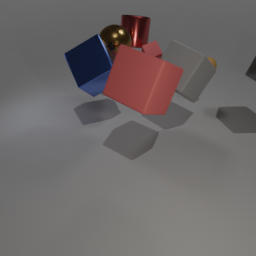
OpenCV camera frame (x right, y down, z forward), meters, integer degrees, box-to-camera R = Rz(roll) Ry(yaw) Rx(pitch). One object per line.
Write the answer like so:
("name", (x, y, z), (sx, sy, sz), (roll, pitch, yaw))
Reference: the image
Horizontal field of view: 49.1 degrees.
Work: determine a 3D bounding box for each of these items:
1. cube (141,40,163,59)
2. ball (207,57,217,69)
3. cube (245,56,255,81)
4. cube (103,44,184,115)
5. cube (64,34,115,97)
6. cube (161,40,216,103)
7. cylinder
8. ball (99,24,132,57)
("cube", (1.057, -3.341, 12.540), (0.700, 0.700, 0.700), (-24, 78, -6))
("ball", (3.285, -2.564, 11.509), (0.700, 0.700, 0.700), (0, 33, 0))
("cube", (5.040, -1.929, 9.056), (1.400, 1.400, 1.400), (12, 25, -25))
("cube", (0.431, -1.267, 7.641), (1.400, 1.400, 1.400), (28, 16, 26))
("cube", (-1.148, -2.154, 9.937), (1.400, 1.400, 1.400), (-27, 77, 10))
("cube", (1.955, -1.944, 9.777), (1.400, 1.400, 1.400), (39, 11, 32))
("cylinder", (0.318, -4.608, 13.428), (1.400, 1.400, 1.400), (5, 18, -2))
("ball", (-0.541, -3.486, 11.424), (1.400, 1.400, 1.400), (0, 33, 0))
